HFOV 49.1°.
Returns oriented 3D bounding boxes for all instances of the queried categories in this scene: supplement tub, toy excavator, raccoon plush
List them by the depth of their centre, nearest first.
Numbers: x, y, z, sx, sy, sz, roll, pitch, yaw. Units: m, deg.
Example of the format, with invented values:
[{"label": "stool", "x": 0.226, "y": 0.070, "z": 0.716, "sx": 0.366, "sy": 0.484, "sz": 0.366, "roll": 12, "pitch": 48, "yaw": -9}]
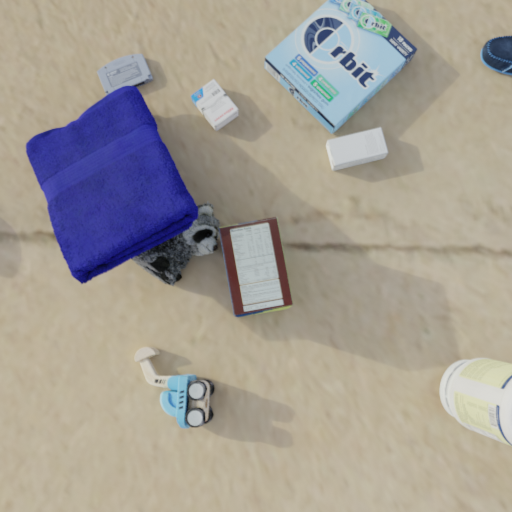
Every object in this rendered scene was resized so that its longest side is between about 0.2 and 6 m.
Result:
[{"label": "supplement tub", "x": 4.048, "y": 2.398, "z": 9.310, "sx": 1.278, "sy": 1.763, "sz": 1.278, "roll": 0, "pitch": 89, "yaw": -18}, {"label": "toy excavator", "x": -1.510, "y": 2.355, "z": 10.045, "sx": 1.429, "sy": 0.714, "sz": 1.389, "roll": 1, "pitch": 81, "yaw": 9}, {"label": "raccoon plush", "x": -1.778, "y": -0.575, "z": 10.232, "sx": 2.350, "sy": 1.137, "sz": 1.575, "roll": 34, "pitch": 76, "yaw": 5}]

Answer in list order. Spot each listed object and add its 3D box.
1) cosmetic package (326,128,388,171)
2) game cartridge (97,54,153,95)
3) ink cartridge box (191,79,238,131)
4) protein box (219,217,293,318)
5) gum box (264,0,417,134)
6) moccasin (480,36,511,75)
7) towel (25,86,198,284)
[{"label": "cosmetic package", "x": 1.920, "y": -2.039, "z": 10.724, "sx": 1.069, "sy": 0.396, "sz": 0.543, "roll": -13, "pitch": 82, "yaw": 0}, {"label": "game cartridge", "x": -2.594, "y": -3.578, "z": 11.033, "sx": 0.972, "sy": 0.197, "sz": 0.648, "roll": -22, "pitch": 86, "yaw": -3}, {"label": "ink cartridge box", "x": -0.796, "y": -2.912, "z": 10.860, "sx": 0.576, "sy": 0.332, "sz": 0.788, "roll": -37, "pitch": 84, "yaw": -4}, {"label": "protein box", "x": -0.012, "y": 0.253, "z": 9.856, "sx": 1.010, "sy": 1.486, "sz": 1.497, "roll": -10, "pitch": 83, "yaw": -1}, {"label": "gum box", "x": 1.625, "y": -3.836, "z": 10.897, "sx": 2.260, "sy": 0.503, "sz": 1.920, "roll": -44, "pitch": 85, "yaw": -5}, {"label": "moccasin", "x": 5.551, "y": -4.002, "z": 10.781, "sx": 2.261, "sy": 0.771, "sz": 0.910, "roll": 1, "pitch": 82, "yaw": 0}, {"label": "towel", "x": -2.577, "y": -1.317, "z": 9.948, "sx": 2.426, "sy": 0.814, "sz": 3.286, "roll": -29, "pitch": 61, "yaw": 1}]
